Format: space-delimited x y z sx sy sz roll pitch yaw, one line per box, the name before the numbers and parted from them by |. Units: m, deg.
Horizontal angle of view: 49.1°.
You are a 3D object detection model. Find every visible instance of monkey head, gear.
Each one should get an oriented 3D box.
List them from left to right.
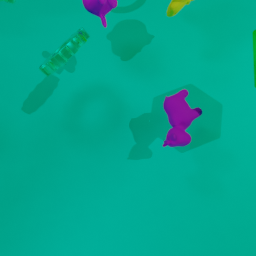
gear | -1.471 -1.744 6.453 1.369 1.369 0.253 -49 114 -11
monkey head | -0.716 -2.886 6.312 0.751 0.896 1.246 -24 118 28
monkey head | 1.180 -3.597 6.959 1.182 1.962 1.411 41 85 0

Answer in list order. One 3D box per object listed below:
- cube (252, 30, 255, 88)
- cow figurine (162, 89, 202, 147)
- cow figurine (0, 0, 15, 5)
cube | 3.433 -1.311 5.417 1.370 1.370 1.370 -22 36 -1
cow figurine | 1.177 -0.191 6.811 1.257 0.701 1.277 -31 83 -19
cow figurine | -2.558 -2.082 4.673 0.689 1.235 1.255 37 110 9
